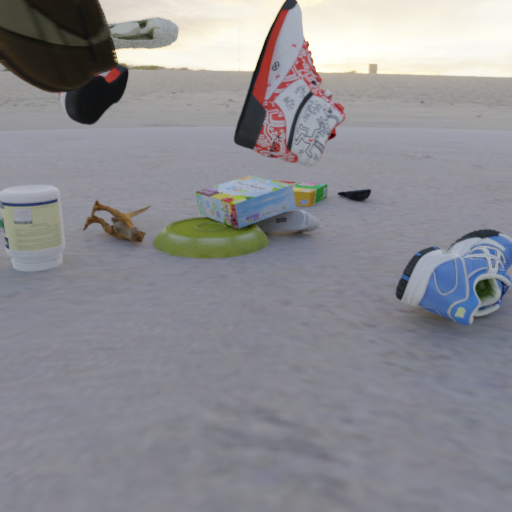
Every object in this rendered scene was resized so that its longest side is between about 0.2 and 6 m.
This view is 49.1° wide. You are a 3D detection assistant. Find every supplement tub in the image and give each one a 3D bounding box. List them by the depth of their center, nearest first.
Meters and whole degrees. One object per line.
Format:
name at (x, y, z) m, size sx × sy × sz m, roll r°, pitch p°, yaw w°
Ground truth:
supplement tub at (-3.986, -0.510, 10.033) m, size 1.011 × 1.395 × 1.011 m, roll 0°, pitch 16°, yaw 0°

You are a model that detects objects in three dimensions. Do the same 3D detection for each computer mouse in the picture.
computer mouse at (2.952, -1.759, 16.295) m, size 0.822 × 0.313 × 1.187 m, roll -7°, pitch 6°, yaw -15°

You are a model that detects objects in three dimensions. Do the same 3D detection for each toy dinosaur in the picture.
toy dinosaur at (-2.994, -0.710, 12.337) m, size 1.386 × 0.788 × 2.609 m, roll 21°, pitch 13°, yaw -22°

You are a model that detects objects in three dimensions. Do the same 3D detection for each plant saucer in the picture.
plant saucer at (-0.933, -0.454, 11.678) m, size 2.416 × 0.375 × 2.416 m, roll 1°, pitch 16°, yaw 0°

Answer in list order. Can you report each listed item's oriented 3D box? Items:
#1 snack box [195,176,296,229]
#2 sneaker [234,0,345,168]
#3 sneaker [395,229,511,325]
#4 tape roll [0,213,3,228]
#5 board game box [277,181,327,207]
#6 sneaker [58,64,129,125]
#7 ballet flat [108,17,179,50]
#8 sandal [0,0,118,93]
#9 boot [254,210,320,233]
snack box at (-0.254, -1.215, 12.197) m, size 1.494 × 0.600 × 1.772 m, roll -21°, pitch 25°, yaw -26°
sneaker at (0.597, -2.298, 7.581) m, size 1.279 × 2.386 × 0.797 m, roll 20°, pitch -22°, yaw -11°
sneaker at (3.191, 0.359, 8.189) m, size 2.796 × 1.059 × 1.077 m, roll -19°, pitch 41°, yaw -40°
tape roll at (-6.065, -0.854, 13.325) m, size 0.831 × 0.200 × 0.831 m, roll 0°, pitch 17°, yaw 0°
board game box at (0.856, -1.835, 16.252) m, size 2.055 × 0.414 × 1.572 m, roll 7°, pitch 18°, yaw 23°
sneaker at (-3.111, -2.881, 9.252) m, size 1.359 × 0.847 × 2.536 m, roll 18°, pitch 26°, yaw -4°
ballet flat at (-2.371, -4.598, 11.541) m, size 1.840 × 0.660 × 0.660 m, roll -20°, pitch 23°, yaw -24°
sandal at (-2.511, -2.645, 6.584) m, size 0.926 × 1.387 × 3.393 m, roll -10°, pitch 22°, yaw 5°
boot at (0.633, -0.720, 12.495) m, size 1.582 × 0.582 × 0.756 m, roll 5°, pitch -5°, yaw 37°
